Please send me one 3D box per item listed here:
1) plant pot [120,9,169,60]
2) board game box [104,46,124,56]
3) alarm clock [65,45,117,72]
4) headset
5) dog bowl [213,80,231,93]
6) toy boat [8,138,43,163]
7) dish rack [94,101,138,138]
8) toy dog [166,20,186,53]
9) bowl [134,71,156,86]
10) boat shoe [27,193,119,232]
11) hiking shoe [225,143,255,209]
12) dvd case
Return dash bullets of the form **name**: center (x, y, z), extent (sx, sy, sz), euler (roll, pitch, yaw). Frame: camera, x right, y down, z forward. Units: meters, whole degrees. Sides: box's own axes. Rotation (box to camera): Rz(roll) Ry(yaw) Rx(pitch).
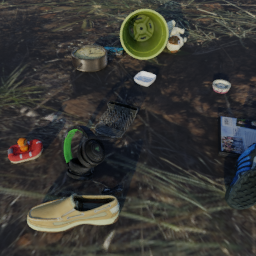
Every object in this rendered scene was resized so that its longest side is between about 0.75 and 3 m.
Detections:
- **plant pot**: center (0.768, -5.047, 14.706), extent (2.388, 2.388, 2.267), euler (-1, 27, -1)
- **board game box**: center (-0.790, -4.114, 14.918), extent (1.107, 0.156, 0.748), euler (6, 40, 7)
- **alarm clock**: center (-1.613, -3.424, 13.581), extent (2.523, 0.840, 1.702), euler (-25, 46, -24)
- **headset**: center (-1.080, 0.958, 8.153), extent (1.106, 1.454, 2.355), euler (-3, 47, -45)
- **dog bowl**: center (4.013, -1.774, 12.066), extent (0.756, 0.279, 0.756), euler (0, 41, 0)
- **toy boat**: center (-3.292, 0.610, 8.913), extent (1.091, 0.713, 0.712), euler (-14, 42, -16)
- **dish rack**: center (-0.455, -0.300, 10.217), extent (1.224, 0.435, 1.595), euler (16, 43, 19)
- **toy dog**: center (2.302, -4.772, 14.946), extent (1.657, 1.193, 1.709), euler (-16, 44, -8)
- **bowl**: center (0.758, -2.157, 12.494), extent (0.830, 0.310, 0.831), euler (22, 44, 24)
- **boat shoe**: center (-1.403, 2.005, 7.124), extent (2.352, 0.896, 0.843), euler (-6, 41, -7)
- **hiking shoe**: center (3.503, 1.351, 8.069), extent (2.478, 1.074, 0.922), euler (-42, 97, -21)
- **dvd case**: center (4.450, 0.438, 9.494), extent (2.726, 0.239, 1.945), euler (9, 42, 10)
